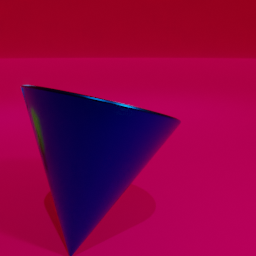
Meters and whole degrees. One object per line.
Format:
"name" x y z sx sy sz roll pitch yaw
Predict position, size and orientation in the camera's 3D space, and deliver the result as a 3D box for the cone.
"cone" -0.442 0.566 3.015 1.682 1.688 1.682 12 1 0
